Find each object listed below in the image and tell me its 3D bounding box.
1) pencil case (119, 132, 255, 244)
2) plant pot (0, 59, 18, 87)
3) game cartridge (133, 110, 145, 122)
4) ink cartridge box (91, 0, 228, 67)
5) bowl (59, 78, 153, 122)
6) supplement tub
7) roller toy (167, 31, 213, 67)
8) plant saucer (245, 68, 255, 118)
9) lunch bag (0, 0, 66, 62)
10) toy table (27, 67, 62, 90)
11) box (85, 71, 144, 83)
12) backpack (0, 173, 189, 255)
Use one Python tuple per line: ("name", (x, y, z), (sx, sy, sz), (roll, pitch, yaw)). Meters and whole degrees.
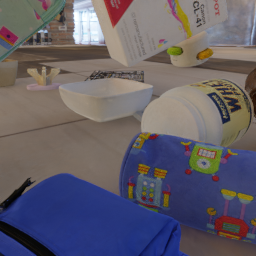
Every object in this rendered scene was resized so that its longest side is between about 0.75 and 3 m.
("pencil case", (1.372, 0.754, 3.657), (2.927, 1.142, 1.271), (7, 50, 19))
("plant pot", (-5.855, -2.513, 12.858), (1.265, 1.121, 1.266), (18, 28, 41))
("game cartridge", (0.847, -0.354, 8.189), (1.214, 0.252, 0.808), (-7, 25, -18))
("ink cartridge box", (0.489, -2.118, 4.578), (2.013, 1.485, 0.862), (-27, 32, -9))
("bowl", (-0.702, -0.909, 8.737), (2.393, 0.894, 2.396), (-16, 26, -38))
("supplement tub", (1.432, -0.159, 5.699), (1.519, 1.519, 2.096), (18, 26, 41))
("roller toy", (4.190, -5.328, 19.033), (2.883, 2.014, 2.630), (-8, 31, 14))
("plant saucer", (3.434, -0.313, 5.779), (0.390, 2.429, 2.429), (-49, 37, -12))
("lunch bag", (-2.361, -2.006, 5.059), (2.672, 1.030, 2.143), (-35, 34, 2))
("toy table", (-3.682, -2.163, 12.273), (1.475, 0.864, 1.356), (-8, 22, -25))
("box", (-0.465, -1.810, 11.469), (2.274, 0.718, 2.884), (1, 20, 2))
("backpack", (-0.571, 1.302, 1.540), (1.573, 1.624, 1.936), (10, 28, 34))
